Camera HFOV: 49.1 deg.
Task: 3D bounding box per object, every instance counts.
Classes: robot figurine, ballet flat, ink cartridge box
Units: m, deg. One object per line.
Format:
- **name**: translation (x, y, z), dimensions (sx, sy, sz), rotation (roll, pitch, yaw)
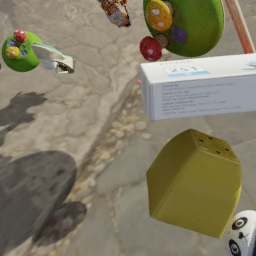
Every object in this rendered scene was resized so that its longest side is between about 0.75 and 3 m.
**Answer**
- **robot figurine**: translation (2.528, 2.026, 4.678), dimensions (1.721, 1.074, 1.293), rotation (10, 26, 27)
- **ballet flat**: translation (-1.697, -1.556, 6.553), dimensions (0.537, 1.546, 0.537), rotation (0, 91, 21)
- **ink cartridge box**: translation (1.509, -0.873, 4.580), dimensions (2.651, 0.593, 2.335), rotation (-5, 23, -1)

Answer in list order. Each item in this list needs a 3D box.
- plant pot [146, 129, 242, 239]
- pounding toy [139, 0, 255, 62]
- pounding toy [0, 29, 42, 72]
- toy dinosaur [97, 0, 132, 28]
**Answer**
- **plant pot**: translation (1.126, 0.769, 4.615), dimensions (1.234, 1.271, 1.242), rotation (20, 23, -8)
- **pounding toy**: translation (1.037, -2.200, 5.989), dimensions (1.300, 2.162, 2.801), rotation (-41, 37, -19)
- **pounding toy**: translation (-2.682, -1.857, 6.500), dimensions (1.309, 0.607, 1.010), rotation (-7, 81, 0)
- **toy dinosaur**: translation (-0.450, -3.853, 7.361), dimensions (1.356, 1.802, 2.655), rotation (-6, 94, 33)
